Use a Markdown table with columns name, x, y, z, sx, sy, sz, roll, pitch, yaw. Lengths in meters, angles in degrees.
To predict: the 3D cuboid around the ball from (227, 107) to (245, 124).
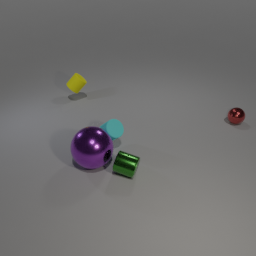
| name | x | y | z | sx | sy | sz | roll | pitch | yaw |
| --- | --- | --- | --- | --- | --- | --- | --- | --- | --- |
| ball | 4.531 | -0.509 | 11.712 | 0.700 | 0.700 | 0.700 | 0 | 32 | 0 |

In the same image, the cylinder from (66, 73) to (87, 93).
| name | x | y | z | sx | sy | sz | roll | pitch | yaw |
| --- | --- | --- | --- | --- | --- | --- | --- | --- | --- |
| cylinder | -2.445 | -2.132 | 13.322 | 0.700 | 0.700 | 0.700 | 40 | 15 | -13 |

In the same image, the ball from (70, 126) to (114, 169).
| name | x | y | z | sx | sy | sz | roll | pitch | yaw |
| --- | --- | --- | --- | --- | --- | --- | --- | --- | --- |
| ball | -1.172 | 0.640 | 9.177 | 1.400 | 1.400 | 1.400 | 0 | 32 | 0 |

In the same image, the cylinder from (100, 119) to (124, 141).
| name | x | y | z | sx | sy | sz | roll | pitch | yaw |
| --- | --- | --- | --- | --- | --- | --- | --- | --- | --- |
| cylinder | -0.618 | 0.101 | 10.059 | 0.700 | 0.700 | 0.700 | -26 | -1 | -35 |

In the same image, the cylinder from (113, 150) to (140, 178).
| name | x | y | z | sx | sy | sz | roll | pitch | yaw |
| --- | --- | --- | --- | --- | --- | --- | --- | --- | --- |
| cylinder | -0.046 | 1.152 | 8.921 | 0.700 | 0.700 | 0.700 | 19 | 35 | 9 |
